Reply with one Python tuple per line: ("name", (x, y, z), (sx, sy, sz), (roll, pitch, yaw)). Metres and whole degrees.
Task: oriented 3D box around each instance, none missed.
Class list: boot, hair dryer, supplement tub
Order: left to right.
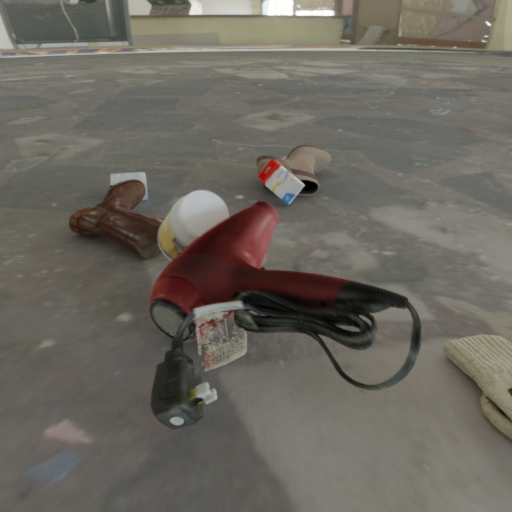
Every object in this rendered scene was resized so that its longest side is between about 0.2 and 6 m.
("boot", (-2.106, -0.726, 10.462), (2.110, 0.678, 1.967), (14, 41, 32))
("supplement tub", (-1.006, -0.440, 8.940), (0.919, 0.919, 1.265), (-14, -12, -26))
("hair dryer", (0.117, 0.521, 7.162), (2.968, 1.059, 3.897), (-11, 37, -4))
("boot", (1.053, -1.914, 13.038), (2.208, 0.775, 1.614), (-9, 34, -19))

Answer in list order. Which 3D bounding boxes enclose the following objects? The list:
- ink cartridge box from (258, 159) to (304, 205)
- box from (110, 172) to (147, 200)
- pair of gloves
("ink cartridge box", (0.504, -1.579, 11.848), (0.915, 0.531, 0.308), (40, 14, 2))
("box", (-2.827, -1.528, 12.414), (0.783, 0.411, 0.720), (-5, 28, -12))
("pair of gloves", (3.850, 1.447, 6.179), (2.824, 0.495, 2.401), (-2, 25, -6))
